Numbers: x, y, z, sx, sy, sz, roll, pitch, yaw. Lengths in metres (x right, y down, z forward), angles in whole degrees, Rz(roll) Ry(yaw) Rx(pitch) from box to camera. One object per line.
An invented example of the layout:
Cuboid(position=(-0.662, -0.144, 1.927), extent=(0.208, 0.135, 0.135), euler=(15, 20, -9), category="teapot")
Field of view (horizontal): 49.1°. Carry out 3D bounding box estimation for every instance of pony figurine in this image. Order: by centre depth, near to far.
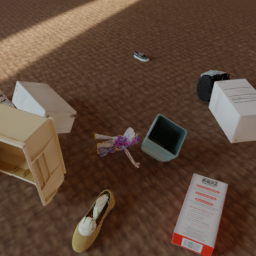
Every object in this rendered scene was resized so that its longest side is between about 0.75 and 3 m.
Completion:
Cuboid(position=(-0.243, 0.523, 9.252), extent=(1.577, 1.314, 1.523), euler=(-6, 23, -10), category="pony figurine")

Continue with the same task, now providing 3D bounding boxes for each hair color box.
Cuboid(position=(2.014, 2.320, 7.711), extent=(1.050, 0.634, 2.069), euler=(17, 45, 19), category="hair color box")

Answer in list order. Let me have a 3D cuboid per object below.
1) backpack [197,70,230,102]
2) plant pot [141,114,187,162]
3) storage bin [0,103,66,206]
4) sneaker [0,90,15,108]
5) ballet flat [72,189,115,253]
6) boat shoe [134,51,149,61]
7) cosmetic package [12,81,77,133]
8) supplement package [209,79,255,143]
Cuboid(position=(3.697, -1.944, 12.126), extent=(1.593, 1.330, 1.008), euler=(-27, 44, -35), category="backpack")
Cuboid(position=(1.042, 0.455, 9.050), extent=(1.107, 1.127, 1.104), euler=(32, 56, -2), category="plant pot")
Cuboid(position=(-3.366, 0.690, 8.020), extent=(2.678, 2.658, 1.255), euler=(16, 44, 17), category="storage bin")
Cuboid(position=(-5.362, -1.172, 11.597), extent=(1.625, 0.717, 0.661), euler=(27, 48, 27), category="sneaker")
Cuboid(position=(-0.959, 2.430, 7.627), extent=(0.639, 0.586, 1.861), euler=(16, 44, 18), category="ballet flat")
Cuboid(position=(0.727, -3.843, 14.914), extent=(0.355, 0.329, 0.962), euler=(-31, 50, -30), category="boat shoe")
Cuboid(position=(-3.208, -0.804, 10.621), extent=(1.365, 0.981, 2.419), euler=(-1, 34, -46), category="cosmetic package")
Cuboid(position=(4.181, -0.690, 10.578), extent=(1.320, 1.336, 2.204), euler=(-6, 42, -7), category="supplement package")
